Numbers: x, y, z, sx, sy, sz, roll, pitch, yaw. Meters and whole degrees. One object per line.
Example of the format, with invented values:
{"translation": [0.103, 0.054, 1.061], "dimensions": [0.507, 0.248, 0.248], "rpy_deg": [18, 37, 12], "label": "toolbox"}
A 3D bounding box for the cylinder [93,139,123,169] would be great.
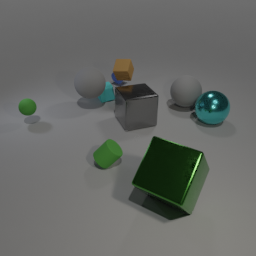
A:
{"translation": [-0.649, 0.836, 9.082], "dimensions": [0.700, 0.700, 0.700], "rpy_deg": [39, 23, -20], "label": "cylinder"}

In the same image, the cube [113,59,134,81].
{"translation": [-0.194, -2.607, 12.565], "dimensions": [0.700, 0.700, 0.700], "rpy_deg": [5, 64, 18], "label": "cube"}

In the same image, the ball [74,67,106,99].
{"translation": [-1.691, -2.001, 12.475], "dimensions": [1.400, 1.400, 1.400], "rpy_deg": [0, 30, 0], "label": "ball"}

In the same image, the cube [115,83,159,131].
{"translation": [0.320, -0.892, 11.584], "dimensions": [1.400, 1.400, 1.400], "rpy_deg": [-10, 32, -17], "label": "cube"}

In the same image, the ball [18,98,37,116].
{"translation": [-4.072, -0.847, 11.355], "dimensions": [0.700, 0.700, 0.700], "rpy_deg": [0, 30, 0], "label": "ball"}

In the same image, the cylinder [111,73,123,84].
{"translation": [-0.427, -2.865, 15.200], "dimensions": [0.700, 0.700, 0.700], "rpy_deg": [23, 54, 33], "label": "cylinder"}

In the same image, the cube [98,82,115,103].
{"translation": [-1.112, -1.756, 13.665], "dimensions": [0.700, 0.700, 0.700], "rpy_deg": [-17, 34, -14], "label": "cube"}

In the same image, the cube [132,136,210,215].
{"translation": [1.176, 1.258, 7.395], "dimensions": [1.400, 1.400, 1.400], "rpy_deg": [19, 74, 29], "label": "cube"}

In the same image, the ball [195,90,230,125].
{"translation": [3.460, -0.837, 11.505], "dimensions": [1.400, 1.400, 1.400], "rpy_deg": [0, 30, 0], "label": "ball"}

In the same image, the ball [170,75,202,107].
{"translation": [2.603, -1.650, 12.567], "dimensions": [1.400, 1.400, 1.400], "rpy_deg": [0, 30, 0], "label": "ball"}
